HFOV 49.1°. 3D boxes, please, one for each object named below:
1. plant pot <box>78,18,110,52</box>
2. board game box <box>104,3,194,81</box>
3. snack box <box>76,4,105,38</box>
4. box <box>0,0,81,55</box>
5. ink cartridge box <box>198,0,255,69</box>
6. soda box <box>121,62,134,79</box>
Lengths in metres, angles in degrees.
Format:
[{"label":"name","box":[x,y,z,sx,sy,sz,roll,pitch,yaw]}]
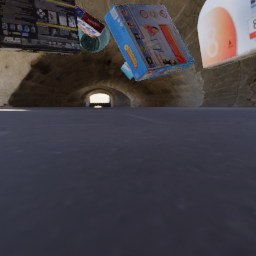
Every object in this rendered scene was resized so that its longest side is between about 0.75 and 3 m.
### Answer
[{"label":"plant pot","box":[-1.447,-3.617,11.291,1.342,1.342,0.899,1,39,6]},{"label":"board game box","box":[0.423,-1.618,5.170,1.311,1.339,0.374,-19,-10,-39]},{"label":"snack box","box":[-1.605,-2.920,6.601,2.239,0.272,0.805,30,-3,-23]},{"label":"box","box":[-1.373,-1.721,4.138,0.361,1.185,1.470,2,11,36]},{"label":"ink cartridge box","box":[2.139,-2.776,5.613,0.689,2.748,2.229,-14,4,-16]},{"label":"soda box","box":[0.412,-2.536,10.462,0.574,0.607,1.789,-41,3,-29]}]
